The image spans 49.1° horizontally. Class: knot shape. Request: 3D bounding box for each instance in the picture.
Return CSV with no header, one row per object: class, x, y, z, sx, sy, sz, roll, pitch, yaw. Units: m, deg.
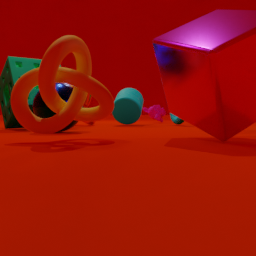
knot shape,-0.905,-0.641,4.085,1.478,1.383,0.683,-1,27,-24
knot shape,-1.793,-0.679,9.828,1.737,1.626,0.803,-36,22,28

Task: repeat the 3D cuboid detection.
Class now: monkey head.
monkey head,1.259,-0.592,12.773,1.194,0.859,0.719,31,-38,-20

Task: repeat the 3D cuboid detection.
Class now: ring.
ring,1.798,-0.804,9.726,0.278,1.388,1.388,6,1,-12

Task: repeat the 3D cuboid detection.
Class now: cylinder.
cylinder,0.002,-0.778,9.880,1.013,1.013,1.013,0,28,8

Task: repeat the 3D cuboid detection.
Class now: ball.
ball,-1.520,-0.453,6.099,1.072,1.072,1.072,0,3,0

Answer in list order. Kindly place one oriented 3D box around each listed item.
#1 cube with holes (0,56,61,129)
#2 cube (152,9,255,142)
cube with holes,-2.538,-0.891,7.455,1.339,1.339,1.339,-4,-22,-38
cube,1.409,-0.879,4.267,1.362,1.362,1.362,-29,32,-15
